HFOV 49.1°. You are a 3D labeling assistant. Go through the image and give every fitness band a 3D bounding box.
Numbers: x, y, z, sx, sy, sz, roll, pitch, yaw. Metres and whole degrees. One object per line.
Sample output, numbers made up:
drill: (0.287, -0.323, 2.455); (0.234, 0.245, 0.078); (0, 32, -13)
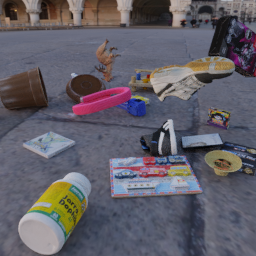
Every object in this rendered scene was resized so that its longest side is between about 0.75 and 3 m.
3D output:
fitness band: (-1.203, -1.297, 12.994); (2.829, 0.529, 2.032); (-22, 19, -20)

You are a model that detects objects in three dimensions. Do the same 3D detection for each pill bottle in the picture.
pill bottle: (-1.542, 1.830, 6.411); (1.029, 1.029, 1.824); (7, 25, 15)

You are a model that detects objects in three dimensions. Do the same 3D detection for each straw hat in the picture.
straw hat: (2.840, 1.178, 8.456); (1.146, 0.485, 1.146); (-2, 27, 1)

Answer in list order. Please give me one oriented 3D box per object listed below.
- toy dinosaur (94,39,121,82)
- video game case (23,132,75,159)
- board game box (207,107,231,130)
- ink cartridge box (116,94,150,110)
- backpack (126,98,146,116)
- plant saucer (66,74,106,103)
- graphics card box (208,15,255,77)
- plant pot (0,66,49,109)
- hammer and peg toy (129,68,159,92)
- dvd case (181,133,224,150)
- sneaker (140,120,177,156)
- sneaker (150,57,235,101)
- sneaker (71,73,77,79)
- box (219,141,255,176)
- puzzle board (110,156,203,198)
toy dinosaur: (-1.096, -3.216, 12.919); (0.830, 1.310, 1.933); (16, 45, -57)
video game case: (-2.838, 0.579, 10.121); (1.385, 0.152, 1.262); (17, 30, 33)
board game box: (3.731, -0.398, 11.540); (0.874, 0.723, 0.248); (20, 32, 37)
ink cartridge box: (0.088, -1.326, 14.025); (1.428, 0.336, 1.411); (-20, 32, -40)
backpack: (0.288, -0.983, 12.804); (0.747, 0.723, 0.890); (-21, 33, -33)
plant saucer: (-2.158, -2.130, 14.576); (2.120, 0.365, 2.120); (6, 51, -8)
graphics card box: (4.131, -2.970, 10.451); (2.370, 1.487, 0.603); (18, 0, -31)
plant pot: (-4.994, -1.792, 13.395); (1.933, 1.952, 1.952); (-14, 27, -9)
hammer and peg toy: (1.159, -2.860, 16.622); (1.894, 0.908, 2.575); (4, 25, 13)
dvd case: (2.625, 0.487, 10.001); (1.402, 0.123, 1.001); (-6, 19, 10)
sneaker: (1.045, 0.280, 10.006); (1.234, 0.806, 2.206); (-5, 20, 6)
sneaker: (2.110, -1.527, 9.146); (2.716, 1.191, 1.027); (-4, 27, 32)
sneaker: (-2.283, -2.284, 15.532); (1.328, 0.929, 2.299); (-9, 33, -27)
box: (3.623, 0.954, 9.150); (1.294, 0.322, 1.284); (16, 28, 31)
puzzle board: (0.732, 1.361, 8.389); (2.508, 0.218, 1.890); (-2, 25, -4)
